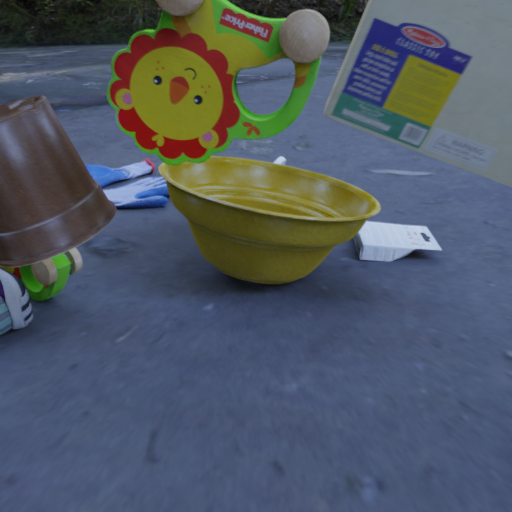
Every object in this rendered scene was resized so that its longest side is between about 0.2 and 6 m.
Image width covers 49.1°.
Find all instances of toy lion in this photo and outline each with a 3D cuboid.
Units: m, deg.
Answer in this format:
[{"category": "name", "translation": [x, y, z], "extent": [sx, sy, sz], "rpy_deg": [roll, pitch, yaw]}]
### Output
[{"category": "toy lion", "translation": [-0.402, -1.551, 4.984], "extent": [1.743, 1.671, 0.598], "rpy_deg": [19, 25, -2]}, {"category": "toy lion", "translation": [-3.537, -0.063, 8.293], "extent": [1.796, 1.722, 0.617], "rpy_deg": [51, 42, 7]}]

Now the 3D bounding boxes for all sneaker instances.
[{"category": "sneaker", "translation": [-4.431, 0.454, 7.607], "extent": [2.868, 1.067, 1.255], "rpy_deg": [16, 35, 29]}]

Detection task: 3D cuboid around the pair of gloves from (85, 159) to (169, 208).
[{"category": "pair of gloves", "translation": [-3.194, -1.655, 12.676], "extent": [2.692, 0.381, 3.348], "rpy_deg": [-16, 29, -29]}]

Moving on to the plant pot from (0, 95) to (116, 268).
[{"category": "plant pot", "translation": [-2.528, -0.886, 6.197], "extent": [1.479, 1.464, 1.479], "rpy_deg": [-15, 28, 8]}]

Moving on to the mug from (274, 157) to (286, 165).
[{"category": "mug", "translation": [0.270, -1.600, 11.766], "extent": [0.812, 1.100, 0.965], "rpy_deg": [36, 19, 8]}]

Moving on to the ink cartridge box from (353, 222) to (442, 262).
[{"category": "ink cartridge box", "translation": [2.431, -0.242, 9.887], "extent": [1.350, 0.385, 1.097], "rpy_deg": [8, 26, -2]}]

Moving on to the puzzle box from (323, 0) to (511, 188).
[{"category": "puzzle box", "translation": [2.481, -1.947, 6.130], "extent": [3.012, 2.004, 0.383], "rpy_deg": [20, 40, -3]}]

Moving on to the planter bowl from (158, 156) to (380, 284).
[{"category": "planter bowl", "translation": [0.096, -0.484, 8.792], "extent": [3.400, 1.416, 3.400], "rpy_deg": [10, 20, -3]}]
